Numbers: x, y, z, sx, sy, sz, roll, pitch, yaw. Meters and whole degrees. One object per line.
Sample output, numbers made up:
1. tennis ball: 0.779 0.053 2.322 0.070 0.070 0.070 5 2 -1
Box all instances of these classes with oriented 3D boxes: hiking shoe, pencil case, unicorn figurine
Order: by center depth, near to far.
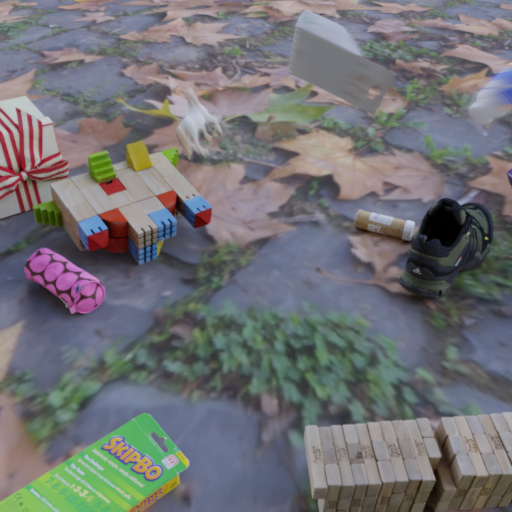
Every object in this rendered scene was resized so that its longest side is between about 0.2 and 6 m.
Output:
1. pencil case: -3.100 0.400 8.931 1.408 0.639 0.660 25 60 32
2. unicorn figurine: -0.991 -2.213 9.222 0.468 0.870 1.267 -21 33 25
3. hiking shoe: 3.360 -0.410 9.339 1.002 1.332 2.646 25 44 28

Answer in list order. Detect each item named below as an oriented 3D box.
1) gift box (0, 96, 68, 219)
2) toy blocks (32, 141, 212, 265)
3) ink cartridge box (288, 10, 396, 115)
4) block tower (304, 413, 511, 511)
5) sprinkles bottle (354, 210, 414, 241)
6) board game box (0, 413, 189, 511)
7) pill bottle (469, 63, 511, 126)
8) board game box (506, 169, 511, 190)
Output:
1. gift box: -4.884 -1.973 10.830 1.905 2.064 1.927 -27 47 -23
2. toy blocks: -2.175 -0.756 9.981 2.898 1.448 1.981 -24 55 -30
3. ink cartridge box: 1.003 -2.250 6.595 1.226 0.987 0.307 25 78 3
4. block tower: 1.964 2.350 6.279 2.831 0.818 0.765 -1 38 -4
5. sprinkles bottle: 2.363 -0.571 10.341 1.055 0.360 0.360 16 41 20
6. board game box: -1.842 2.660 6.276 2.073 0.311 0.990 -30 47 -29
7. pill bottle: 4.082 -2.681 9.380 1.007 0.564 0.564 -45 47 2
8. board game box: 6.553 -1.255 9.814 2.610 0.895 3.157 -35 41 6
